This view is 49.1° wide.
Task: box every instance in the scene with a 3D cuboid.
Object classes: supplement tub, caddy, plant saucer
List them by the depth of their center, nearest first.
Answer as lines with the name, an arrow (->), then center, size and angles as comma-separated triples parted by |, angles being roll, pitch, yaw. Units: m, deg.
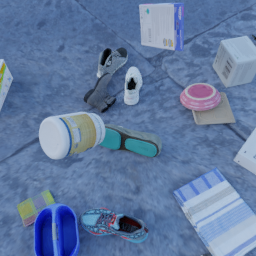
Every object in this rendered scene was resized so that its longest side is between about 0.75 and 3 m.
supplement tub -> -1.405, 0.148, 7.232 | 1.056, 1.056, 1.460 | 43, 34, 25
caddy -> -2.191, 3.315, 8.685 | 1.323, 0.982, 1.872 | -10, 57, -6
plant saucer -> 3.066, -1.402, 11.910 | 1.684, 0.427, 1.684 | -7, 40, 6

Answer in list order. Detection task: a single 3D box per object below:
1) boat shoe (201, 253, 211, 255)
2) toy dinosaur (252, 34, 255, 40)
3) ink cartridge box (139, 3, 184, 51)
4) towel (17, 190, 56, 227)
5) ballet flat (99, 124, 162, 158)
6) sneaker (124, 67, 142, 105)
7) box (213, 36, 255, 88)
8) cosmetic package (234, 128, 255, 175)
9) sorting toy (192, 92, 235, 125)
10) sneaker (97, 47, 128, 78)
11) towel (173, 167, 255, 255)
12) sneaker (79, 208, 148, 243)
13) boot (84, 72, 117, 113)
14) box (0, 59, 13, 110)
boat shoe -> 2.555, 4.350, 8.344 | 0.340, 0.398, 1.192 | -16, 54, -5
toy dinosaur -> 6.936, -3.984, 13.447 | 2.866, 1.464, 1.945 | 0, 70, -26
ink cartridge box -> 1.347, -3.834, 10.551 | 0.556, 1.582, 2.652 | -17, 28, -23
towel -> -3.124, 2.724, 9.591 | 1.219, 0.139, 0.875 | -28, 60, -18
ballet flat -> -0.108, 0.397, 10.825 | 2.914, 0.982, 0.928 | 16, 30, 9
sneaker -> 0.246, -2.048, 12.253 | 0.793, 1.011, 2.036 | 2, 56, 1
box -> 4.862, -2.963, 12.536 | 1.337, 1.553, 1.561 | -12, 57, -8
cosmetic package -> 5.723, 1.138, 10.313 | 2.806, 0.725, 2.116 | 34, 65, 21
sorting toy -> 3.516, -0.817, 11.891 | 1.754, 0.320, 1.624 | -1, 56, -6
sneaker -> -0.672, -3.305, 12.936 | 0.830, 1.278, 2.213 | 24, 60, 15
towel -> 3.068, 2.862, 9.378 | 2.096, 0.340, 2.854 | -24, 59, -16
sneaker -> -0.450, 2.929, 8.872 | 2.275, 1.087, 0.902 | 9, 57, 6
boot -> -0.958, -1.508, 12.217 | 1.190, 0.631, 1.807 | 31, 72, 15
box -> -6.026, -1.703, 11.909 | 1.317, 1.186, 2.341 | 3, 56, 3
